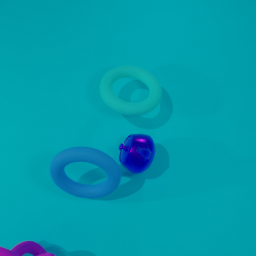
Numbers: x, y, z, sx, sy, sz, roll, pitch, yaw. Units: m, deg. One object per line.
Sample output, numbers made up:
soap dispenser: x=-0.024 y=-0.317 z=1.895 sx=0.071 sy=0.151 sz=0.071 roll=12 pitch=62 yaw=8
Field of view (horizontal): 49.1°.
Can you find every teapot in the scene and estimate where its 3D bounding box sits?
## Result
teapot: x=0.176 y=0.594 z=6.963 sx=0.824 sy=1.683 sz=1.047 roll=23 pitch=80 yaw=-17

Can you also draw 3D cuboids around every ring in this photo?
ring: x=-0.981 y=1.065 z=6.473 sx=1.659 sy=1.659 sz=0.332 roll=4 pitch=41 yaw=2
ring: x=0.086 y=-1.032 z=7.505 sx=1.685 sy=0.337 sz=1.685 roll=5 pitch=55 yaw=-7

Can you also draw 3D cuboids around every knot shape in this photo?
knot shape: x=-2.333 y=2.875 z=5.823 sx=1.638 sy=1.750 sz=0.809 roll=14 pitch=77 yaw=-9
